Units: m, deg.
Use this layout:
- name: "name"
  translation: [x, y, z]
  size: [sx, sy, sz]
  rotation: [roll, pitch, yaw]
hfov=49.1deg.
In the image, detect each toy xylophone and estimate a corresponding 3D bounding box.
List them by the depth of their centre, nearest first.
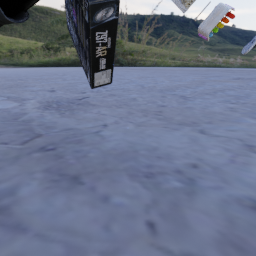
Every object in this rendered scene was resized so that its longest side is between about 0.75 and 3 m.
- name: "toy xylophone"
  translation: [2.720, -3.501, 8.956]
  size: [0.329, 1.311, 0.960]
  rotation: [27, 26, -56]

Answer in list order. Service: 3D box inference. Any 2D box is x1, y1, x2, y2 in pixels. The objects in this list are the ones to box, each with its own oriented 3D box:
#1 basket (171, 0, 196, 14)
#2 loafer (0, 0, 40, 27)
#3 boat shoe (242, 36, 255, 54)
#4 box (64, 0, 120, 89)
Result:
- name: "basket"
  translation: [1.519, -3.866, 7.880]
  size: [0.711, 0.647, 1.049]
  rotation: [32, 36, -31]
- name: "loafer"
  translation: [-2.253, -2.291, 4.958]
  size: [2.927, 1.027, 0.994]
  rotation: [-23, -9, 31]
- name: "boat shoe"
  translation: [3.903, -2.582, 8.737]
  size: [0.217, 0.768, 0.264]
  rotation: [24, 35, -27]
- name: "box"
  translation: [-0.880, -2.421, 6.084]
  size: [0.569, 2.094, 2.614]
  rotation: [-17, -22, -14]
